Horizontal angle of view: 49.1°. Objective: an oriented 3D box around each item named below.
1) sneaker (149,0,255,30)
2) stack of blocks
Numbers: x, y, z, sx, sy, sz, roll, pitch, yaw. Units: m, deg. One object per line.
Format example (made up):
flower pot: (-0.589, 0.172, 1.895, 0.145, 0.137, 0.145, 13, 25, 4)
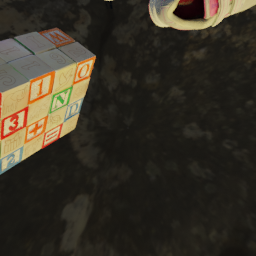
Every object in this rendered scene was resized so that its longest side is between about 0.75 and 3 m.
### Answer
sneaker: (1.728, -2.522, 5.522, 2.562, 1.042, 1.130, -18, 33, 9)
stack of blocks: (-1.860, -0.167, 3.865, 0.852, 1.675, 2.909, 38, 44, 13)
